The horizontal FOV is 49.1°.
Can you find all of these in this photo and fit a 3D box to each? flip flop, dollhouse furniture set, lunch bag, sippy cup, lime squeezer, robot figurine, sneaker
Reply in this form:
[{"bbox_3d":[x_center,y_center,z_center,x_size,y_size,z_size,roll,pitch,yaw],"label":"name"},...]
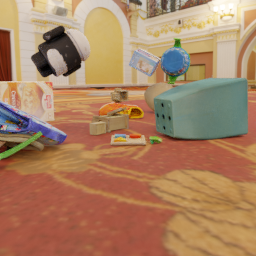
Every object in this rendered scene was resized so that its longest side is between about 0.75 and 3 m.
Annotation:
[{"bbox_3d":[-3.151,0.504,7.079,2.120,0.610,0.860,3,-19,10],"label":"flip flop"},{"bbox_3d":[-0.969,-0.711,11.001,1.041,1.656,1.872,8,12,40],"label":"dollhouse furniture set"},{"bbox_3d":[-3.146,-0.037,7.933,2.632,1.238,1.982,15,-10,16],"label":"lunch bag"},{"bbox_3d":[1.515,-2.178,9.179,1.042,1.327,0.973,-27,3,17],"label":"sippy cup"},{"bbox_3d":[-3.274,0.544,6.178,2.646,0.934,0.499,0,-9,-24],"label":"lime squeezer"},{"bbox_3d":[-2.189,-2.467,9.266,1.915,1.195,1.439,-33,1,-11],"label":"robot figurine"},{"bbox_3d":[-0.325,-0.854,14.236,2.324,0.848,0.896,-4,16,-14],"label":"sneaker"}]

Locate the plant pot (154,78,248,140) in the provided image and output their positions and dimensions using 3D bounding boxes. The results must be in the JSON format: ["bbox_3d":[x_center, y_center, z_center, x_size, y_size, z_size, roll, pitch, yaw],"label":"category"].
[{"bbox_3d":[2.476,-0.650,10.047,2.829,1.999,1.998,-11,13,-22],"label":"plant pot"}]

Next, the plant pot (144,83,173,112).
[{"bbox_3d":[1.922,-1.555,16.384,1.834,1.834,1.231,-1,52,-7],"label":"plant pot"}]

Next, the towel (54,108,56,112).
[{"bbox_3d":[-5.324,-0.911,16.046,1.830,0.295,1.748,1,11,8],"label":"towel"}]

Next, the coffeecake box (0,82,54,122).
[{"bbox_3d":[-4.809,-1.207,13.074,2.475,1.900,0.904,-7,12,-35],"label":"coffeecake box"}]

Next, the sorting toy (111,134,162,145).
[{"bbox_3d":[0.264,0.343,9.121,1.623,0.239,1.200,-1,10,-1],"label":"sorting toy"}]

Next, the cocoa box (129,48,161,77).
[{"bbox_3d":[0.897,-3.520,14.983,1.374,0.916,0.901,30,30,6],"label":"cocoa box"}]
